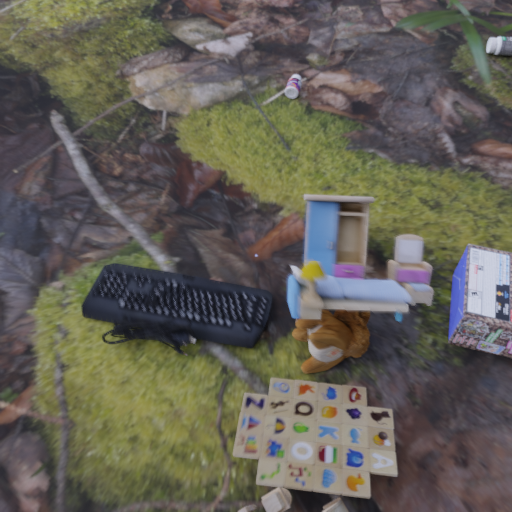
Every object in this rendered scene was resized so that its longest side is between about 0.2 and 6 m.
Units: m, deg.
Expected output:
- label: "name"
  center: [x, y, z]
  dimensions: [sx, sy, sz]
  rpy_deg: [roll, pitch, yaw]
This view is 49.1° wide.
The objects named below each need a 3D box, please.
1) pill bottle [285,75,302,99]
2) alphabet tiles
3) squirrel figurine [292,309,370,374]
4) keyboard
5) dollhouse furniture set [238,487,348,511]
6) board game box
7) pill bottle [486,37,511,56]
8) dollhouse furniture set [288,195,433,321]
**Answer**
- label: "pill bottle"
  center: [0.988, -4.437, 14.627]
  dimensions: [0.359, 0.359, 0.644]
  rpy_deg: [12, 54, 9]
- label: "alphabet tiles"
  center: [0.959, 2.834, 9.009]
  dimensions: [2.515, 0.080, 2.093]
  rpy_deg: [5, 35, 5]
- label: "squirrel figurine"
  center: [1.348, 1.234, 10.139]
  dimensions: [1.425, 1.008, 1.330]
  rpy_deg: [-7, 42, -5]
- label: "keyboard"
  center: [-1.503, 0.910, 10.367]
  dimensions: [3.453, 0.684, 1.797]
  rpy_deg: [8, 50, 7]
- label: "dollhouse furniture set"
  center: [0.352, 4.584, 7.971]
  dimensions: [2.423, 1.183, 2.066]
  rpy_deg: [-35, 67, 9]
- label: "board game box"
  center: [4.734, 0.915, 10.235]
  dimensions: [2.084, 1.009, 1.661]
  rpy_deg: [13, 54, 9]
- label: "pill bottle"
  center: [6.910, -5.827, 15.578]
  dimensions: [0.858, 0.485, 0.485]
  rpy_deg: [5, 54, 3]
- label: "dollhouse furniture set"
  center: [1.927, -0.042, 9.513]
  dimensions: [2.706, 2.867, 1.871]
  rpy_deg: [2, 97, 2]
